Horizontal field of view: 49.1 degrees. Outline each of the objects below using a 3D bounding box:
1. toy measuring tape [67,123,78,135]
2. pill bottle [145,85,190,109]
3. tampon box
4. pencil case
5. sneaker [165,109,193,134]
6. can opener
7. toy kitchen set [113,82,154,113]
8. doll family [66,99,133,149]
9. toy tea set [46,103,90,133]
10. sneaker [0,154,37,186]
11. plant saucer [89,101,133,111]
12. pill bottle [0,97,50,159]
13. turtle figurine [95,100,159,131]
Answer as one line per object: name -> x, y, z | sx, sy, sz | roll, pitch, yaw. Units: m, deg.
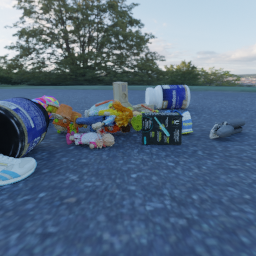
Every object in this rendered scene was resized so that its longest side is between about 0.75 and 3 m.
toy measuring tape -> -2.049, 0.110, 10.320 | 0.434, 0.434, 1.180 | -3, -10, -16
pill bottle -> 2.434, -1.915, 17.435 | 2.554, 1.478, 1.478 | -2, 11, -6
tampon box -> 1.071, -0.001, 9.030 | 1.256, 0.941, 0.793 | 0, 11, 2
pencil case -> -3.953, -0.816, 12.622 | 1.232, 1.232, 2.788 | 0, 11, 0
sneaker -> 1.604, -0.314, 10.859 | 0.785, 0.873, 2.122 | -13, 16, -42
can opener -> 3.646, 0.079, 9.925 | 2.070, 0.552, 0.692 | -8, 30, -39
toy kitchen set -> 0.508, -1.472, 14.299 | 1.989, 1.794, 1.623 | -11, 16, -29
doll family -> -0.759, -0.250, 9.356 | 1.776, 1.289, 2.861 | 1, 13, 16
toy tea set -> -2.255, -0.240, 9.842 | 1.353, 0.842, 2.276 | 17, -9, 13
sneaker -> -2.678, 0.791, 5.737 | 1.654, 0.668, 0.633 | -9, 13, -42
plant saucer -> -0.873, -1.232, 16.374 | 2.952, 0.568, 2.952 | 0, 10, 0
pill bottle -> -3.081, -0.012, 7.511 | 1.554, 1.554, 2.779 | 0, 11, 1
turtle figurine -> 0.164, -0.462, 11.411 | 2.829, 0.911, 2.281 | 7, 12, -21
